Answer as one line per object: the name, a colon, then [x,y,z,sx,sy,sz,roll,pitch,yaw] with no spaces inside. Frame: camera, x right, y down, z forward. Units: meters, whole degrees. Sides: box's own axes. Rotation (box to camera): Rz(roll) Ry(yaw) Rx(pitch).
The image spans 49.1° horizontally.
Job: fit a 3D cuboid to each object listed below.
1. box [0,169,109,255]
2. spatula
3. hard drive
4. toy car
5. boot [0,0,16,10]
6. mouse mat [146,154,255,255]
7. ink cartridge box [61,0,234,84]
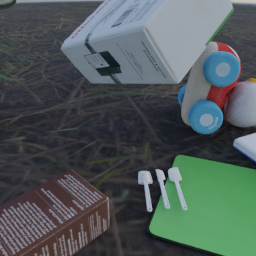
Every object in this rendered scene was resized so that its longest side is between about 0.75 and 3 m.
box: [-1.539,1.731,4.642,2.333,0.874,1.168,-24,37,-38]
spatula: [0.727,1.308,6.058,0.970,0.112,1.394,-2,28,-1]
hard drive: [4.033,0.792,6.818,1.578,0.303,2.392,-13,32,-21]
toy car: [3.161,-1.022,8.204,2.818,2.493,2.598,12,19,-3]
boot: [-3.189,-3.181,5.916,0.670,1.292,1.978,15,34,17]
mouse mat: [1.787,1.481,5.845,2.222,0.104,2.762,10,32,18]
ink cartridge box: [0.199,-1.731,4.927,2.495,1.037,1.829,13,59,52]
